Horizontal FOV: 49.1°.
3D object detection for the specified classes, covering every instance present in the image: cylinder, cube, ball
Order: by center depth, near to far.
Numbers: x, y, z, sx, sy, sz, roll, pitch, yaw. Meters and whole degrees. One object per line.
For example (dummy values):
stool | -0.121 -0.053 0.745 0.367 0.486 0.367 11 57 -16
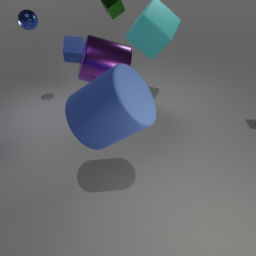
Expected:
cylinder | -0.354 -0.418 5.941 1.400 1.400 1.400 -27 20 30
cylinder | -0.748 -2.046 8.819 1.400 1.400 1.400 11 30 -16
ball | -3.603 -3.893 10.088 0.700 0.700 0.700 0 33 0
cube | -2.014 -2.896 10.367 0.700 0.700 0.700 2 73 -6
cube | 1.000 -3.914 11.102 1.400 1.400 1.400 36 54 -15
cube | -0.658 -5.443 12.445 0.700 0.700 0.700 -36 66 1
